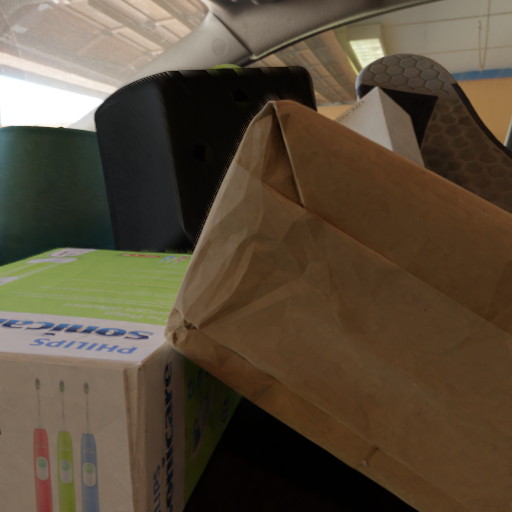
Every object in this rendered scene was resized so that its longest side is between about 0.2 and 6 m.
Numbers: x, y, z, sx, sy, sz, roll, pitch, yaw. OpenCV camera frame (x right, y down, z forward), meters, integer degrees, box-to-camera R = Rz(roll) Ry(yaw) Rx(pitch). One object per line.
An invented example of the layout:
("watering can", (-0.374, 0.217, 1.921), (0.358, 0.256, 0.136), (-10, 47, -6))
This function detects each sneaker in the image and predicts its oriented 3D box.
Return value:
("sneaker", (1.737, -0.024, 5.424), (1.262, 2.399, 3.320), (-8, 51, 2))

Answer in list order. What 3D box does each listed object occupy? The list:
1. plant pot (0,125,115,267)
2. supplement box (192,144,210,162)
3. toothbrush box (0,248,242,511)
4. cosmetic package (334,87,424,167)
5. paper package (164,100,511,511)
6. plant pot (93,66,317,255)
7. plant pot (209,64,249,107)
("plant pot", (-2.710, -0.778, 7.522), (1.941, 1.824, 1.941), (3, 6, 0))
("supplement box", (-0.743, -0.678, 6.869), (1.097, 1.629, 1.652), (2, 8, 41))
("toothbrush box", (-0.902, 0.549, 2.994), (1.478, 0.874, 2.030), (3, 9, 10))
("cosmetic package", (0.910, -0.606, 4.324), (0.468, 1.313, 0.666), (30, -49, -32))
("paper package", (0.792, 0.181, 2.665), (1.889, 1.025, 1.982), (32, 16, 6))
("plant pot", (-0.351, -0.806, 5.522), (2.066, 2.071, 1.837), (-9, -1, -20))
("plant pot", (0.138, -1.920, 11.795), (3.088, 3.208, 3.208), (9, 1, -44))
